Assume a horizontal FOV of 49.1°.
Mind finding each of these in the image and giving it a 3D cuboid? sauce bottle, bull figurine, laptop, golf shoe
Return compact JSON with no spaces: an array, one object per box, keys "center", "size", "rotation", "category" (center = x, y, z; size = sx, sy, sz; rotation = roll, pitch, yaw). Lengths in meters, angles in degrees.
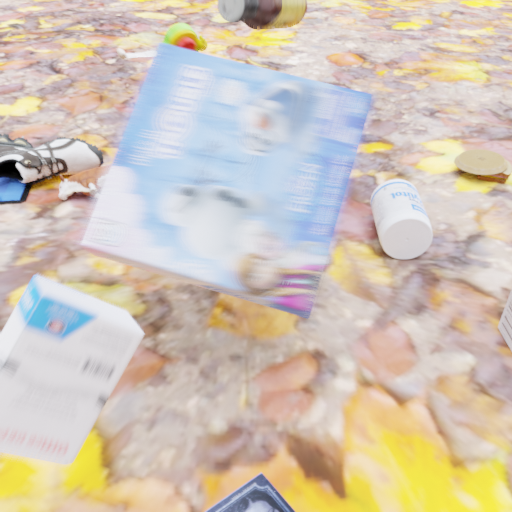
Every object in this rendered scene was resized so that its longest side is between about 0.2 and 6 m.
[{"center":[0.099,-3.654,8.171],"size":[0.673,0.673,2.038],"rotation":[19,29,23],"category":"sauce bottle"},{"center":[-3.103,-1.442,11.129],"size":[1.602,0.522,0.973],"rotation":[-25,47,-27],"category":"bull figurine"},{"center":[-5.928,-2.133,11.340],"size":[1.327,2.569,2.277],"rotation":[-34,34,15],"category":"laptop"},{"center":[-4.303,-1.830,11.438],"size":[2.308,0.897,1.091],"rotation":[0,49,-2],"category":"golf shoe"}]

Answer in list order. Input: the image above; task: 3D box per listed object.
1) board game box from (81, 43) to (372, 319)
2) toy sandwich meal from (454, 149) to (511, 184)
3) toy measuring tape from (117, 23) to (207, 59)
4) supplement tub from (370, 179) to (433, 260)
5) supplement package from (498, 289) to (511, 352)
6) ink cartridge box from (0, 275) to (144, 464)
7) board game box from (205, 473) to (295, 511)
[{"center":[-0.306,-0.978,6.879],"size":[2.797,0.610,2.811],"rotation":[15,78,8],"category":"board game box"},{"center":[4.769,-1.870,11.829],"size":[1.179,0.404,1.179],"rotation":[-3,36,2],"category":"toy sandwich meal"},{"center":[-1.560,-3.672,9.583],"size":[1.628,0.599,0.599],"rotation":[-13,38,-30],"category":"toy measuring tape"},{"center":[2.513,-0.663,9.778],"size":[0.887,0.887,1.344],"rotation":[0,36,1],"category":"supplement tub"},{"center":[4.412,1.025,7.455],"size":[1.714,0.950,1.335],"rotation":[-2,37,-3],"category":"supplement package"},{"center":[-1.775,1.002,4.874],"size":[0.986,1.351,0.570],"rotation":[30,1,-35],"category":"ink cartridge box"},{"center":[-0.475,3.367,4.713],"size":[2.785,0.482,1.887],"rotation":[-25,43,-30],"category":"board game box"}]
